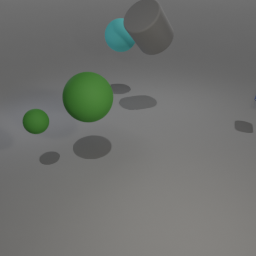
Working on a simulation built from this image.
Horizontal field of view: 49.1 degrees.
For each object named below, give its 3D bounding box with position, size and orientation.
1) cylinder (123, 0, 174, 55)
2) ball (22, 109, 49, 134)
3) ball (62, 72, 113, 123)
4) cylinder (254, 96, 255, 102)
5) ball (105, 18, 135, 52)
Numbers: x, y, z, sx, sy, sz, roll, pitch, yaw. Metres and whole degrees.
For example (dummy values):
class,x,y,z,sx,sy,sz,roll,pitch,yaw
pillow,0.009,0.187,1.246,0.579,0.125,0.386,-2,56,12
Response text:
class,x,y,z,sx,sy,sz,roll,pitch,yaw
cylinder,0.759,-3.583,10.018,1.400,1.400,1.400,22,-8,34
ball,-2.521,-0.179,7.682,0.700,0.700,0.700,0,29,0
ball,-1.109,-0.853,7.798,1.400,1.400,1.400,0,29,0
cylinder,4.856,-1.193,9.716,0.700,0.700,0.700,21,-1,0
ball,-0.316,-4.051,12.256,1.400,1.400,1.400,0,29,0
